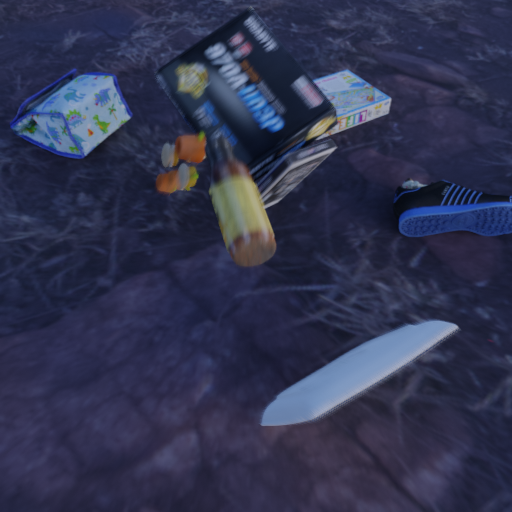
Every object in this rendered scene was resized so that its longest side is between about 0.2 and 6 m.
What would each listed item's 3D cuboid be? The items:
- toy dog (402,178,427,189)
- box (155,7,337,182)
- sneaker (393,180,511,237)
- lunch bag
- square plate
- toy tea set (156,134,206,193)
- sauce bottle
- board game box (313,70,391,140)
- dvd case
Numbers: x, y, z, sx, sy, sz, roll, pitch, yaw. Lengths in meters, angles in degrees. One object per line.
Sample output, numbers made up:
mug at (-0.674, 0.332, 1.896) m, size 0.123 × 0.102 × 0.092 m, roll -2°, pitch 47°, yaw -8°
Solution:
toy dog at (3.193, -1.348, 11.198) m, size 0.552 × 0.385 × 0.535 m, roll 28°, pitch 39°, yaw 26°
box at (-0.223, -2.872, 10.239) m, size 2.236 × 0.647 × 2.813 m, roll -34°, pitch 70°, yaw 1°
sneaker at (3.847, -0.974, 10.457) m, size 2.537 × 0.890 × 0.988 m, roll -1°, pitch 53°, yaw 1°
lunch bag at (-4.190, -3.213, 12.458) m, size 2.107 × 1.342 × 1.791 m, roll 13°, pitch 48°, yaw 34°
square plate at (1.163, 1.484, 7.151) m, size 2.157 × 2.178 × 0.310 m, roll -25°, pitch 80°, yaw -21°
toy tea set at (-1.266, -1.578, 9.937) m, size 0.596 × 0.957 × 1.609 m, roll -1°, pitch 0°, yaw -28°
sauce bottle at (-0.319, -0.890, 8.449) m, size 0.732 × 0.732 × 2.216 m, roll -11°, pitch 54°, yaw -11°
board game box at (1.680, -3.604, 13.364) m, size 2.516 × 0.431 × 1.692 m, roll -23°, pitch 50°, yaw -21°
dvd case at (0.442, -1.326, 10.031) m, size 1.407 × 1.873 × 0.232 m, roll -29°, pitch 83°, yaw -45°
